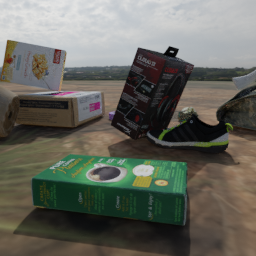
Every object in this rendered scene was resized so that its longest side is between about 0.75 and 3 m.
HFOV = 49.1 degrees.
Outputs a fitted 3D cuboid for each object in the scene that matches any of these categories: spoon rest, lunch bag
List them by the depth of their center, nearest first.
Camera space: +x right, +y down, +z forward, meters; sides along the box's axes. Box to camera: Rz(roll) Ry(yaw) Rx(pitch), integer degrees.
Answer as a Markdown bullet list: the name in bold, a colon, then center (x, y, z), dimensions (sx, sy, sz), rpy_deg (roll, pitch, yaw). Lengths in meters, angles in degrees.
- **spoon rest**: center (4.151, -1.943, 8.607), dimensions (0.711, 1.165, 2.346), rpy_deg (-14, -14, -15)
- **lunch bag**: center (4.532, -0.745, 9.693), dimensions (2.489, 1.463, 2.041), rpy_deg (0, 13, 43)

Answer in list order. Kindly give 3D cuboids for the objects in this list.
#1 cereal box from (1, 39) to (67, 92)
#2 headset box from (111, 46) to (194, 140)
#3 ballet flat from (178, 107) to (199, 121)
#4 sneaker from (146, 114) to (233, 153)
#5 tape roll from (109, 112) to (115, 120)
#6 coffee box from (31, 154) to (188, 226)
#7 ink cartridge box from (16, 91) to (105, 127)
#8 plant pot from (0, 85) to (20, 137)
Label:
- **cereal box**: center (-3.482, -2.301, 10.434), dimensions (2.162, 1.556, 0.427), rpy_deg (9, 1, -4)
- **headset box**: center (0.758, -1.067, 7.877), dimensions (0.943, 2.515, 1.870), rpy_deg (31, 22, 27)
- **ballet flat**: center (2.441, -0.603, 11.241), dimensions (1.282, 0.483, 0.435), rpy_deg (-11, 13, -43)
- **sneaker**: center (1.534, 0.049, 7.165), dimensions (2.153, 0.892, 0.772), rpy_deg (5, 13, 22)
- **tape roll**: center (-0.391, -0.497, 11.327), dimensions (0.753, 0.247, 0.753), rpy_deg (0, 13, 0)
- **coffee box**: center (-0.189, 0.857, 4.350), dimensions (2.179, 0.479, 1.340), rpy_deg (3, 12, 11)
- **ink cartridge box**: center (-2.506, -0.836, 10.892), dimensions (2.387, 1.088, 2.897), rpy_deg (2, 11, 16)
- **plant pot**: center (-4.318, -0.586, 8.100), dimensions (1.914, 2.206, 2.206), rpy_deg (16, 10, -7)
